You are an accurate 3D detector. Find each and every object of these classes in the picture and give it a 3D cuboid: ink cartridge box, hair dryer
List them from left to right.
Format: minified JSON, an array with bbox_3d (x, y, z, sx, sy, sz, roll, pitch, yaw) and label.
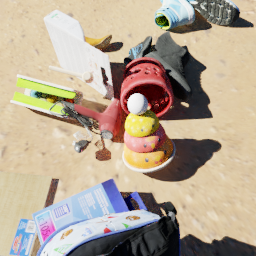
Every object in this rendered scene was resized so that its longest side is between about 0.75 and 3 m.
[{"bbox_3d":[-1.377,-2.341,9.238,2.738,2.203,0.686,33,65,21],"label":"ink cartridge box"},{"bbox_3d":[-0.998,-0.410,8.552,2.351,0.639,1.791,-24,75,-38],"label":"hair dryer"},{"bbox_3d":[-0.771,2.385,6.727,2.493,0.952,1.701,-22,58,-17],"label":"ink cartridge box"}]

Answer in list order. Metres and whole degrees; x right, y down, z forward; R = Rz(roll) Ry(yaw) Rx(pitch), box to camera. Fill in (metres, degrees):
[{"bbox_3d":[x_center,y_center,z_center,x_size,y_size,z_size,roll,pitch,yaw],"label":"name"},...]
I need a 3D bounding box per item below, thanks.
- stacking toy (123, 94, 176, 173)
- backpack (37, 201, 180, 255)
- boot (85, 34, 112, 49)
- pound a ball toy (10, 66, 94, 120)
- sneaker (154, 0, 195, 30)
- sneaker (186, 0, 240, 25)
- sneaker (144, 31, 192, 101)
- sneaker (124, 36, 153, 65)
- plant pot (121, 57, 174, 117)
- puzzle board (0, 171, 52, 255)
[{"bbox_3d":[0.373,0.026,7.493,1.533,2.099,1.533,-12,36,9],"label":"stacking toy"},{"bbox_3d":[-0.401,2.607,4.855,2.435,1.969,2.556,3,83,-35],"label":"backpack"},{"bbox_3d":[-1.403,-3.427,11.017,1.021,0.502,1.426,35,68,17],"label":"boot"},{"bbox_3d":[-2.317,-1.218,9.018,2.412,1.025,1.573,15,91,10],"label":"pound a ball toy"},{"bbox_3d":[1.591,-5.102,11.954,1.570,0.956,2.405,-23,53,-11],"label":"sneaker"},{"bbox_3d":[3.611,-5.585,12.166,2.999,1.175,1.349,39,61,24],"label":"sneaker"},{"bbox_3d":[1.699,-2.295,9.993,1.538,0.886,2.949,-30,55,-14],"label":"sneaker"},{"bbox_3d":[0.426,-2.966,10.632,0.709,0.634,1.732,20,57,13],"label":"sneaker"},{"bbox_3d":[0.583,-1.298,8.935,1.614,1.614,1.469,0,47,0],"label":"plant pot"},{"bbox_3d":[-3.019,2.193,7.313,1.611,0.186,2.138,5,56,2],"label":"puzzle board"}]
